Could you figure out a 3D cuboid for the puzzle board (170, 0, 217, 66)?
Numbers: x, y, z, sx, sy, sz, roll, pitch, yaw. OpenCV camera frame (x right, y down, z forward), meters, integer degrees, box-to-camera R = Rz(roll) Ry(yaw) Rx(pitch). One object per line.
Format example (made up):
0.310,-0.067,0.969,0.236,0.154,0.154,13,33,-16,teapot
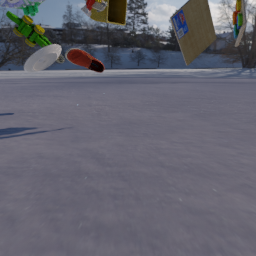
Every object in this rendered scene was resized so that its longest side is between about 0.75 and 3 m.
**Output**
2.376,-3.566,10.048,1.645,2.183,0.190,-43,46,-7,puzzle board

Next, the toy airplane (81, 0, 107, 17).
-1.130,-4.236,9.464,0.722,1.023,1.018,3,-13,-45,toy airplane

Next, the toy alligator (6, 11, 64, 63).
-3.111,-3.165,9.723,2.358,0.699,0.640,40,25,-17,toy alligator

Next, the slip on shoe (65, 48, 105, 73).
-1.830,-2.941,12.308,1.912,0.708,0.585,20,12,-33,slip on shoe

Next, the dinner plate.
-2.045,-1.654,6.830,1.050,0.127,1.050,-36,-4,-3,dinner plate

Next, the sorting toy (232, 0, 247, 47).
2.328,-2.314,5.895,0.167,0.915,0.847,2,-12,12,sorting toy

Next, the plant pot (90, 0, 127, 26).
-0.923,-4.952,11.549,1.288,1.251,1.259,17,20,34,plant pot

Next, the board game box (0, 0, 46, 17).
-2.048,-2.597,5.252,1.707,0.221,1.707,-13,4,39,board game box
